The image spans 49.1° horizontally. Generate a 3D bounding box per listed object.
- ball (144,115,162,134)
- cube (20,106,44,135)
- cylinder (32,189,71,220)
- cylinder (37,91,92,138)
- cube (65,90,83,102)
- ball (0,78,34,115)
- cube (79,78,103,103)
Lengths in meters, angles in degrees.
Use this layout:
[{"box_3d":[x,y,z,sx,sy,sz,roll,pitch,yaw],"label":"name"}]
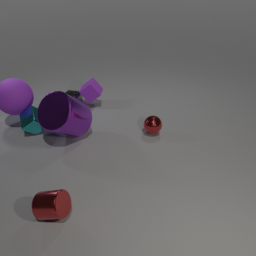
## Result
[{"box_3d":[0.933,-0.120,10.517,0.700,0.700,0.700,0,30,0],"label":"ball"},{"box_3d":[-3.507,-0.280,10.453,0.700,0.700,0.700,-31,59,21],"label":"cube"},{"box_3d":[-1.881,1.898,6.935,0.700,0.700,0.700,-10,25,21],"label":"cylinder"},{"box_3d":[-2.196,-0.435,9.862,1.400,1.400,1.400,16,-5,26],"label":"cylinder"},{"box_3d":[-2.494,-1.233,12.586,0.700,0.700,0.700,8,31,15],"label":"cube"},{"box_3d":[-4.334,-1.189,10.687,1.400,1.400,1.400,0,30,0],"label":"ball"},{"box_3d":[-1.631,-1.672,12.441,0.700,0.700,0.700,-31,25,23],"label":"cube"}]
